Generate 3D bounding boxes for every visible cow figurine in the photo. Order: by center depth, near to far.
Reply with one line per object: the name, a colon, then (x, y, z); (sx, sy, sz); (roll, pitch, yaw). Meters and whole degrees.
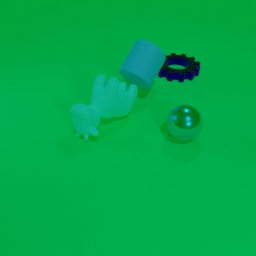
cow figurine: (-0.592, -0.465, 6.981); (0.913, 1.637, 1.664); (22, 8, 42)

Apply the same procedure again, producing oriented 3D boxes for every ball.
ball: (1.333, -0.126, 6.564); (0.845, 0.845, 0.845); (0, 41, 0)

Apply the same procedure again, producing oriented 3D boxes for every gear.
gear: (1.633, -2.036, 9.322); (1.490, 0.276, 1.490); (0, 41, 0)

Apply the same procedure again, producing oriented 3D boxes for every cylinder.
cylinder: (0.400, -1.742, 7.755); (0.982, 0.982, 0.982); (25, 82, 26)
